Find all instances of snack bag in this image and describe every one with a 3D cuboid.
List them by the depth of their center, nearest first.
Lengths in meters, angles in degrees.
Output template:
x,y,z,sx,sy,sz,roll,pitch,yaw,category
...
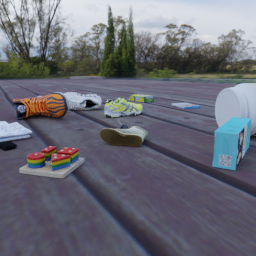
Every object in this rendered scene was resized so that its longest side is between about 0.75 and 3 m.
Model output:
x,y,z,sx,sy,sz,roll,pitch,yaw,category
-4.407,0.105,8.216,2.411,0.274,2.557,-10,16,-36,snack bag

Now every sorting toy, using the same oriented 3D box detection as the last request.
x,y,z,sx,sy,sz,roll,pitch,yaw,category
-1.511,0.640,5.657,0.951,0.331,0.945,4,13,15,sorting toy

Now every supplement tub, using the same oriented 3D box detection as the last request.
x,y,z,sx,sy,sz,roll,pitch,yaw,category
3.808,-0.537,8.138,2.108,1.528,1.528,-3,13,-13,supplement tub

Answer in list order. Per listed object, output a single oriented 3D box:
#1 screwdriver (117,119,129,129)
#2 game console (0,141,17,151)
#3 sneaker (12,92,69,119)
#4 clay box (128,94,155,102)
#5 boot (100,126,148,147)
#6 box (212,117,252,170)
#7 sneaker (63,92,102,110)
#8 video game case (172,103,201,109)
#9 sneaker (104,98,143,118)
x,y,z,sx,sy,sz,roll,pitch,yaw,category
-0.178,-0.079,9.154,0.264,0.253,1.811,29,6,-12,screwdriver
-3.259,0.486,6.877,0.921,0.111,0.543,-12,17,-40,game console
-3.482,-0.739,10.795,2.676,1.038,1.499,-2,12,45,sneaker
0.745,-1.762,16.431,0.852,0.353,1.483,-9,16,-38,clay box
-0.089,0.173,7.575,1.170,0.422,0.905,9,15,14,boot
2.380,0.274,6.293,0.461,0.773,1.878,7,15,30,box
-2.335,-1.188,13.030,2.210,0.830,0.896,-2,21,-5,sneaker
2.913,-1.129,14.151,0.915,0.114,1.279,-4,13,-21,video game case
-0.112,-0.878,11.588,1.917,0.732,0.723,-11,15,-41,sneaker
